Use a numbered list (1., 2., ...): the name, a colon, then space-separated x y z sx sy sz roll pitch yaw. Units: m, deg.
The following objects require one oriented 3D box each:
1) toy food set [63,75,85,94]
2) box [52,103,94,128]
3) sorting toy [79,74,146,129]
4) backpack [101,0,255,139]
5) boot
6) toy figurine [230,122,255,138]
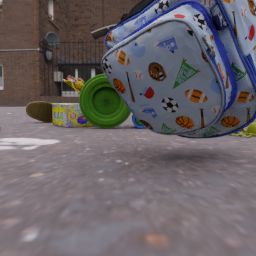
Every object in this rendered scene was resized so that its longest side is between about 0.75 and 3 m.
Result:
1. toy food set: -1.849 -1.614 9.995 0.839 0.466 1.426 38 1 -25
2. box: -1.606 -0.415 8.704 1.138 0.694 1.096 -3 6 -36
3. sorting toy: 0.136 -0.880 8.216 2.967 1.783 1.218 -18 5 0
4. backpack: 0.774 -0.740 3.408 1.972 1.878 1.519 -9 39 54
5. boot: -3.007 -0.613 10.752 2.037 0.734 1.575 3 3 -32
6. toy figurine: 2.461 -0.310 6.472 0.792 0.900 1.502 -2 5 -24
